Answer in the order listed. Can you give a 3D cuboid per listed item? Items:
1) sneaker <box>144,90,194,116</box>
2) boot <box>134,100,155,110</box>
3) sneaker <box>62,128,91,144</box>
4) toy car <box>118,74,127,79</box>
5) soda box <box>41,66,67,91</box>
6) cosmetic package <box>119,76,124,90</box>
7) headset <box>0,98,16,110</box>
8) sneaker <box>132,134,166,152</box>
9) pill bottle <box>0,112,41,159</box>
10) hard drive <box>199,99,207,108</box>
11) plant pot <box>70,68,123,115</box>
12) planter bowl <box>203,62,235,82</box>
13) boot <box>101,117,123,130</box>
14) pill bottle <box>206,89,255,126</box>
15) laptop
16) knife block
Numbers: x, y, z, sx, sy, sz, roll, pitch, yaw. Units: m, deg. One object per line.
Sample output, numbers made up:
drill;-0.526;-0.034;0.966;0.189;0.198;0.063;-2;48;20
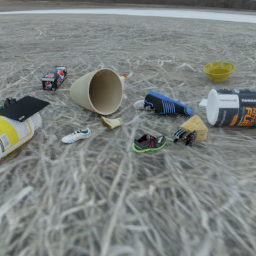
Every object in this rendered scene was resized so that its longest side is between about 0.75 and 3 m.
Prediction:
sneaker;1.763;-0.883;12.353;2.220;0.865;0.778;24;8;0
boot;0.854;-1.038;12.888;1.095;0.403;0.523;-10;25;-18
sneaker;-1.968;0.275;10.598;1.153;0.418;0.414;-18;35;-26
toy car;-0.458;-3.055;16.666;0.736;0.174;0.782;5;30;10
soda box;-4.085;-2.836;15.743;0.785;0.703;2.219;2;30;4
cosmetic package;-1.091;-2.202;14.600;1.717;0.728;0.924;-27;40;-37
headset;-4.788;-0.783;12.094;1.327;1.009;2.148;3;7;12
sneaker;0.804;0.485;10.062;1.352;0.566;0.519;-14;33;-23
pill bottle;-4.223;0.100;10.007;1.297;1.297;2.316;13;31;21
hard drive;3.757;-1.177;13.440;0.528;0.107;0.801;14;32;24
plant pot;-1.646;-1.660;12.776;2.123;1.989;1.989;8;27;46
planter bowl;5.217;-3.132;16.127;1.744;0.726;1.744;-7;35;5
boot;-0.673;-0.278;11.654;0.676;0.316;0.869;-20;36;-30
pill bottle;4.783;-0.837;11.385;2.833;1.505;1.505;0;30;-1
laptop;-4.109;-0.452;10.463;0.952;1.844;1.634;48;37;-5
knife block;2.253;0.100;10.781;1.405;0.512;1.601;-2;31;-6
